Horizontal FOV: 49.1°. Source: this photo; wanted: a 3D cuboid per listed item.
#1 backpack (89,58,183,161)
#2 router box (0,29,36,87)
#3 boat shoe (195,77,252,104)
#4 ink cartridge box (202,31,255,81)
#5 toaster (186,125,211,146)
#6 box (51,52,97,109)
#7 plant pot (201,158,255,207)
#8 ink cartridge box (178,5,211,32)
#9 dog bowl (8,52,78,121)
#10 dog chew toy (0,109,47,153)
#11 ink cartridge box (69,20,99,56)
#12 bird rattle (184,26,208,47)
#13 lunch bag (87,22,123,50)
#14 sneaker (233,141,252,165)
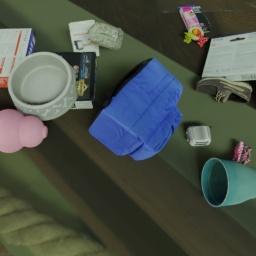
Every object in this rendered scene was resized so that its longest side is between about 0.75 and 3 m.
[{"bbox_3d":[0.472,-0.604,9.482,2.511,2.432,2.993,40,63,-9],"label":"backpack"},{"bbox_3d":[-5.425,-2.986,11.822,2.516,0.685,2.803,-1,59,0],"label":"router box"},{"bbox_3d":[3.710,-1.406,10.824,2.158,0.804,0.791,7,59,6],"label":"boat shoe"},{"bbox_3d":[4.350,-2.856,11.331,2.314,0.471,2.318,1,57,33],"label":"ink cartridge box"},{"bbox_3d":[2.557,0.273,9.962,0.952,0.541,0.615,-4,63,-2],"label":"toaster"},{"bbox_3d":[-2.587,-1.937,11.245,2.590,0.648,2.609,0,59,-1],"label":"box"},{"bbox_3d":[3.257,1.676,8.682,1.376,1.465,1.465,3,58,-16],"label":"plant pot"},{"bbox_3d":[3.156,-5.361,13.473,0.982,0.385,2.074,-9,57,-5],"label":"ink cartridge box"},{"bbox_3d":[-3.112,-1.615,10.232,2.617,0.767,2.617,-1,70,4],"label":"dog bowl"},{"bbox_3d":[-4.174,0.098,9.480,2.769,1.724,1.724,2,59,-8],"label":"dog chew toy"},{"bbox_3d":[-1.826,-3.684,11.788,1.085,1.470,0.629,-12,60,-7],"label":"ink cartridge box"},{"bbox_3d":[3.068,-4.178,12.536,1.071,0.603,0.873,9,72,8],"label":"bird rattle"},{"bbox_3d":[-0.819,-3.441,10.512,1.205,0.840,1.011,18,20,6],"label":"lunch bag"},{"bbox_3d":[3.934,1.058,9.572,0.589,0.488,1.235,25,63,1],"label":"sneaker"}]
